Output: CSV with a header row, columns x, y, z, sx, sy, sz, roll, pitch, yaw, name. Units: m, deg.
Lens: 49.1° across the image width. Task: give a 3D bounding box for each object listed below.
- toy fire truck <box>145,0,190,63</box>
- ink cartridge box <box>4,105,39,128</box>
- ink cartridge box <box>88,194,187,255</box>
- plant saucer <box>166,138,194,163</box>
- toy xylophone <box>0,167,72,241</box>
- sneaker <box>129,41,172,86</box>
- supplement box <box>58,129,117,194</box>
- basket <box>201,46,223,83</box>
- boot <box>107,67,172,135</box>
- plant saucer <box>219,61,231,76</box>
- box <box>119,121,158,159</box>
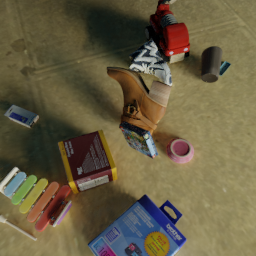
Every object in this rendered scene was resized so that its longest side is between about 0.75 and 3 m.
x,y,z,sx,sy,sz,roll,pitch,yaw,name
2.059,-4.798,12.493,1.897,2.949,2.596,-15,59,-8,toy fire truck
-4.347,-0.486,11.447,1.270,0.236,0.602,23,61,11,ink cartridge box
0.447,3.416,8.580,2.765,1.056,1.887,-36,65,-22,ink cartridge box
1.989,0.817,10.620,1.051,0.266,1.051,0,59,0,plant saucer
-3.181,2.529,9.331,2.605,0.655,1.908,19,61,12,toy xylophone
0.858,-2.608,12.403,1.564,0.959,2.403,-25,75,2,sneaker
-1.414,1.179,9.912,1.633,1.084,1.611,-17,60,-10,supplement box
3.670,-2.736,12.422,0.881,1.168,1.295,12,69,-2,basket
0.057,-1.034,10.878,2.914,1.074,2.254,28,106,25,boot
4.404,-2.734,12.916,0.331,0.090,0.946,34,65,19,plant saucer
0.320,0.354,8.814,0.251,0.911,1.333,-37,32,-21,box
